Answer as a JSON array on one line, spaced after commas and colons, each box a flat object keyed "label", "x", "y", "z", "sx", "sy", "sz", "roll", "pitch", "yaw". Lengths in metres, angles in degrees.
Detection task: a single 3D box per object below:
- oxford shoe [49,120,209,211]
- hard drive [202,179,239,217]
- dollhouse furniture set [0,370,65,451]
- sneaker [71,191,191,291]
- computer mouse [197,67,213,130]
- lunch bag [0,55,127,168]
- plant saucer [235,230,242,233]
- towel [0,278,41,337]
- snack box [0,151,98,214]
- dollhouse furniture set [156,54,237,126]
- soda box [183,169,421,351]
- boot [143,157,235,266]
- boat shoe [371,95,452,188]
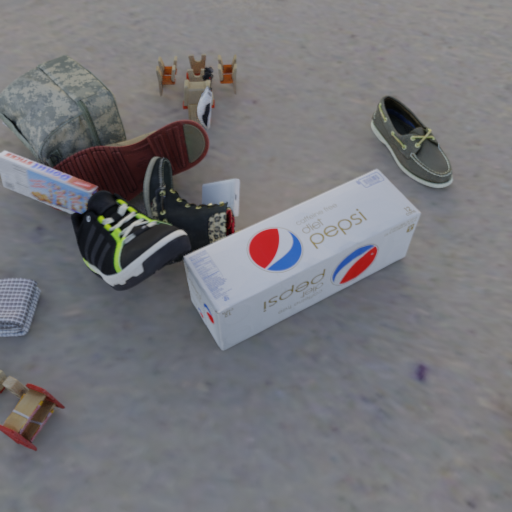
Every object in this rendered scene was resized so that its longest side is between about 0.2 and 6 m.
[{"label": "oxford shoe", "x": -2.801, "y": -1.910, "z": 12.342, "sx": 3.750, "sy": 1.321, "sz": 1.403, "roll": -17, "pitch": 13, "yaw": -1}, {"label": "hard drive", "x": -0.747, "y": -1.153, "z": 11.510, "sx": 0.151, "sy": 1.132, "sz": 0.747, "roll": 3, "pitch": 88, "yaw": -39}, {"label": "dollhouse furniture set", "x": -4.096, "y": 2.517, "z": 9.330, "sx": 1.552, "sy": 0.631, "sz": 0.835, "roll": 10, "pitch": 53, "yaw": 29}, {"label": "sneaker", "x": -2.490, "y": -0.374, "z": 9.739, "sx": 1.307, "sy": 1.509, "sz": 3.644, "roll": -36, "pitch": 19, "yaw": -30}, {"label": "computer mouse", "x": -1.126, "y": -3.445, "z": 12.319, "sx": 0.300, "sy": 1.368, "sz": 0.750, "roll": 3, "pitch": 34, "yaw": -8}, {"label": "lunch bag", "x": -4.470, "y": -3.141, "z": 12.690, "sx": 2.077, "sy": 1.725, "sz": 2.476, "roll": -33, "pitch": 59, "yaw": -23}, {"label": "plant saucer", "x": -0.256, "y": -0.271, "z": 11.546, "sx": 0.745, "sy": 0.180, "sz": 0.745, "roll": -13, "pitch": 55, "yaw": -9}, {"label": "towel", "x": -4.796, "y": 0.936, "z": 10.425, "sx": 1.275, "sy": 0.546, "sz": 1.056, "roll": 0, "pitch": 53, "yaw": 0}, {"label": "snack box", "x": -4.247, "y": -1.418, "z": 11.458, "sx": 2.248, "sy": 0.808, "sz": 0.273, "roll": 21, "pitch": 44, "yaw": 11}, {"label": "dollhouse furniture set", "x": -1.467, "y": -4.238, "z": 14.167, "sx": 2.007, "sy": 1.034, "sz": 1.985, "roll": -2, "pitch": 42, "yaw": -2}, {"label": "soda box", "x": 0.885, "y": 0.010, "z": 10.531, "sx": 4.295, "sy": 1.463, "sz": 1.367, "roll": -25, "pitch": 57, "yaw": -17}, {"label": "boot", "x": -1.297, "y": -0.954, "z": 11.043, "sx": 1.746, "sy": 0.834, "sz": 2.312, "roll": -7, "pitch": 73, "yaw": 17}, {"label": "boat shoe", "x": 3.591, "y": -2.659, "z": 12.911, "sx": 0.963, "sy": 0.806, "sz": 2.695, "roll": -22, "pitch": 57, "yaw": -15}]
